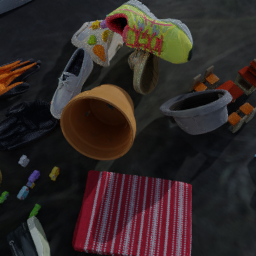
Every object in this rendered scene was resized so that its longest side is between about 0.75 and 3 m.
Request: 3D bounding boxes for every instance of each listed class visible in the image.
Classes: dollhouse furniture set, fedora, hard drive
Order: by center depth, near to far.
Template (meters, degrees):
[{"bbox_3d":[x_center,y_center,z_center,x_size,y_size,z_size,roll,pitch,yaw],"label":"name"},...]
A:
[{"bbox_3d":[1.876,-0.378,7.480,1.903,0.859,1.683,-5,22,41],"label":"fedora"},{"bbox_3d":[3.030,-1.130,8.075,1.838,0.957,1.858,-34,67,-17],"label":"dollhouse furniture set"},{"bbox_3d":[-4.495,-5.055,10.487,2.083,0.441,1.405,-33,67,-16],"label":"hard drive"}]

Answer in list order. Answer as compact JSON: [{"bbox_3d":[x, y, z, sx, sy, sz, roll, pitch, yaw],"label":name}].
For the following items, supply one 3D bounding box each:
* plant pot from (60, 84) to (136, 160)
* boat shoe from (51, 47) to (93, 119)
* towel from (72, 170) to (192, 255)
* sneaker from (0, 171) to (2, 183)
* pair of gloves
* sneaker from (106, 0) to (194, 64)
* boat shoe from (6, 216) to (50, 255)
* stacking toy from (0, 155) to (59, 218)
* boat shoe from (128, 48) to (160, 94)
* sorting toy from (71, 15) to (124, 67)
[{"bbox_3d":[-0.600,-0.286,7.194,1.855,1.855,1.298,15,37,8],"label":"plant pot"},{"bbox_3d":[-1.615,-1.323,7.944,0.790,0.752,2.195,21,69,18],"label":"boat shoe"},{"bbox_3d":[0.156,2.081,6.725,2.702,0.304,1.954,7,60,2],"label":"towel"},{"bbox_3d":[-3.924,1.926,6.570,1.054,0.877,2.339,6,55,13],"label":"sneaker"},{"bbox_3d":[-3.256,-0.788,8.249,2.612,0.363,2.932,-34,69,-19],"label":"pair of gloves"},{"bbox_3d":[0.506,-2.546,7.839,1.313,1.137,2.908,-31,55,-32],"label":"sneaker"},{"bbox_3d":[-1.948,3.178,5.750,0.865,0.975,2.609,-23,63,-11],"label":"boat shoe"},{"bbox_3d":[-2.499,1.438,7.059,1.029,0.321,1.365,20,64,11],"label":"stacking toy"},{"bbox_3d":[0.457,-1.998,8.624,0.815,0.906,2.511,-6,53,27],"label":"boat shoe"},{"bbox_3d":[-0.968,-3.138,9.332,1.724,1.023,1.916,17,61,30],"label":"sorting toy"}]
